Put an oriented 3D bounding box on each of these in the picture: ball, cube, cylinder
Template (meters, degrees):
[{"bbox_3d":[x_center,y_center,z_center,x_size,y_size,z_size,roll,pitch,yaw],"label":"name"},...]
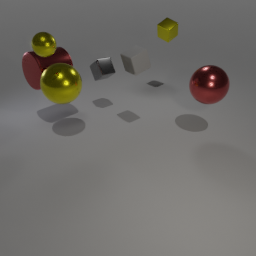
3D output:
[{"bbox_3d":[2.911,-1.548,10.063,1.400,1.400,1.400,0,30,0],"label":"ball"},{"bbox_3d":[0.271,-2.359,9.779,0.700,0.700,0.700,-34,40,-18],"label":"cube"},{"bbox_3d":[-2.273,-1.512,9.567,1.400,1.400,1.400,0,30,0],"label":"ball"},{"bbox_3d":[-3.044,-2.281,10.655,1.400,1.400,1.400,25,36,36],"label":"cylinder"},{"bbox_3d":[1.841,-4.542,12.984,0.700,0.700,0.700,-41,61,-18],"label":"cube"},{"bbox_3d":[-1.081,-2.493,11.885,0.700,0.700,0.700,-20,0,-38],"label":"cube"},{"bbox_3d":[-2.416,-2.404,8.068,0.700,0.700,0.700,0,30,0],"label":"ball"}]
